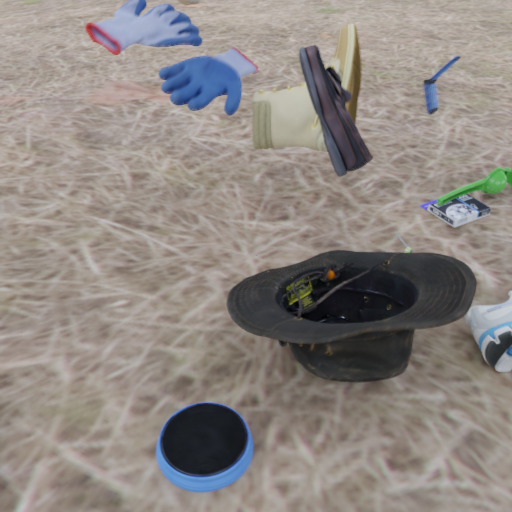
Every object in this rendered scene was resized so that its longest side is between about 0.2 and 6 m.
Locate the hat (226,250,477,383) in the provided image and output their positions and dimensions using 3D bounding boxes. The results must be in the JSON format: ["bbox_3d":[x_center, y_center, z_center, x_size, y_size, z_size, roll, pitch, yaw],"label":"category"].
[{"bbox_3d":[1.376,1.027,8.317,3.587,1.447,3.587,-8,16,2],"label":"hat"}]

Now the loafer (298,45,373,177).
[{"bbox_3d":[1.393,-2.541,9.687,0.752,2.389,0.859,-18,32,8],"label":"loafer"}]

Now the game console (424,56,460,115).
[{"bbox_3d":[3.754,-3.401,11.170,0.675,0.973,1.140,-6,15,25],"label":"game console"}]

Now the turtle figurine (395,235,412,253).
[{"bbox_3d":[2.929,0.045,10.441,0.880,0.653,0.908,12,40,9],"label":"turtle figurine"}]

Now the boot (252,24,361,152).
[{"bbox_3d":[1.035,-3.452,11.591,2.141,2.754,1.002,5,-9,21],"label":"boot"}]

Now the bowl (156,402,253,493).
[{"bbox_3d":[-0.682,2.468,7.386,1.278,0.251,1.278,0,35,0],"label":"bowl"}]

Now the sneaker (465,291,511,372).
[{"bbox_3d":[4.720,0.915,8.932,2.880,1.079,1.248,-6,31,-9],"label":"sneaker"}]

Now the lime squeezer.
[{"bbox_3d":[5.734,-1.457,12.671,3.604,0.680,1.273,3,62,-3],"label":"lime squeezer"}]

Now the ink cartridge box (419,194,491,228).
[{"bbox_3d":[4.382,-1.088,12.378,1.079,0.236,1.089,-19,38,-23],"label":"ink cartridge box"}]

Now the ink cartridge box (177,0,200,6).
[{"bbox_3d":[-1.226,-5.377,11.062,0.286,0.762,0.627,37,36,3],"label":"ink cartridge box"}]

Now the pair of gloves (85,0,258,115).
[{"bbox_3d":[-1.459,-3.866,10.816,3.254,0.371,2.616,40,45,6],"label":"pair of gloves"}]
